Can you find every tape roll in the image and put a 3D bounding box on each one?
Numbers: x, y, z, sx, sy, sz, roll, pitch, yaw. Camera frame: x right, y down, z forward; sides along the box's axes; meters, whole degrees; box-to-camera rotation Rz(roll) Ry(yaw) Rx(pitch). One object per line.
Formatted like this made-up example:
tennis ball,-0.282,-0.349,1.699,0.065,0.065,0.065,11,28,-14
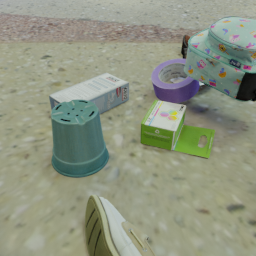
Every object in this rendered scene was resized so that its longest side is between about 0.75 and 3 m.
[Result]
tape roll,1.642,-1.647,9.692,1.597,0.679,1.597,-10,48,11

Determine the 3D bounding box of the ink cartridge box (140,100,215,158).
ink cartridge box,1.443,-0.024,7.785,1.875,0.710,1.386,12,37,17

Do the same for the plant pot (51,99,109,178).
plant pot,-1.221,0.177,6.866,1.483,1.452,1.483,1,35,-1

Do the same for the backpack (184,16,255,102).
backpack,2.746,-1.980,7.604,2.308,1.769,2.029,27,51,36

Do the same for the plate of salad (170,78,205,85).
plate of salad,2.416,-1.804,10.590,1.659,0.398,1.659,-4,27,2

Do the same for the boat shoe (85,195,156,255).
boat shoe,-0.082,2.102,4.751,0.839,0.917,2.454,5,28,-28

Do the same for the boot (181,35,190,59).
boot,3.642,-3.668,12.918,2.242,0.768,2.111,3,35,2

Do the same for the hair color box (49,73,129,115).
hair color box,-1.199,-0.989,9.142,2.381,0.722,1.179,-30,45,-35
